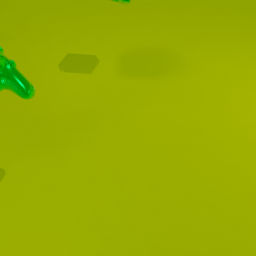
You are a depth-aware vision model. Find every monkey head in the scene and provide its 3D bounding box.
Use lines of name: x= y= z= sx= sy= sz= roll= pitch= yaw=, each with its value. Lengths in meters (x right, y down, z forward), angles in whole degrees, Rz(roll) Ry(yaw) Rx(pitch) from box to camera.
monkey head: x=-2.195 y=-0.679 z=4.102 sx=1.169 sy=1.395 sz=1.939 roll=-45 pitch=15 yaw=-3

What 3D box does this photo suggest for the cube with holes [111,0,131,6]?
cube with holes: x=-0.278 y=-3.856 z=7.387 sx=0.895 sy=0.895 sz=0.895 roll=14 pitch=19 yaw=-4
